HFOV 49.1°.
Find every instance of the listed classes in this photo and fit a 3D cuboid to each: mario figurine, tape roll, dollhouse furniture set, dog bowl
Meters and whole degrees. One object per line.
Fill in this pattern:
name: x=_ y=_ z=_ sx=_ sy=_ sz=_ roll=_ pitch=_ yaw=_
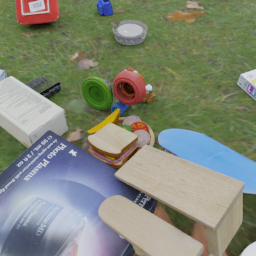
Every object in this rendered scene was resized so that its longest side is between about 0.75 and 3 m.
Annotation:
mario figurine: x=0.326 y=-1.547 z=9.422 sx=0.795 sy=0.926 sz=1.501 roll=-35 pitch=60 yaw=-12
tape roll: x=3.036 y=3.156 z=5.546 sx=1.813 sy=0.331 sz=1.813 roll=0 pitch=49 yaw=0
dollhouse furniture set: x=0.597 y=2.255 z=5.194 sx=2.072 sy=2.543 sz=2.418 roll=20 pitch=49 yaw=40
dog bowl: x=0.089 y=-4.046 z=11.948 sx=1.473 sy=0.432 sz=1.473 roll=0 pitch=48 yaw=0

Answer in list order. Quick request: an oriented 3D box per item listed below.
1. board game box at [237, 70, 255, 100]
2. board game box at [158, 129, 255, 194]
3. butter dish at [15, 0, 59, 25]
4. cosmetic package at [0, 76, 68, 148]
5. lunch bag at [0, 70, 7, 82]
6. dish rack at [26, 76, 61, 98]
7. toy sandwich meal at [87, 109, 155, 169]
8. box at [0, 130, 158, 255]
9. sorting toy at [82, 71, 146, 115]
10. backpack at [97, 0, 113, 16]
board game box: x=5.458 y=-1.515 z=9.645 sx=2.686 sy=0.460 sz=1.805 roll=-19 pitch=51 yaw=-17
board game box: x=2.082 y=0.934 z=7.147 sx=2.907 sy=0.566 sz=2.296 roll=32 pitch=25 yaw=31
butter dish: x=-3.966 y=-5.497 z=12.710 sx=1.897 sy=1.402 sz=1.891 roll=-5 pitch=89 yaw=3
cosmetic package: x=-3.147 y=-0.456 z=8.405 sx=2.507 sy=0.891 sz=1.319 roll=33 pitch=55 yaw=26
lunch bag: x=-4.797 y=-1.436 z=9.376 sx=1.074 sy=0.805 sz=1.266 roll=16 pitch=56 yaw=15
dish rack: x=-2.984 y=-1.449 z=9.694 sx=1.202 sy=0.328 sz=0.922 roll=34 pitch=56 yaw=27
toy sandwich meal: x=-0.233 y=0.223 z=7.833 sx=2.055 sy=0.704 sz=2.055 roll=-2 pitch=44 yaw=2
box: x=-1.337 y=2.005 z=5.517 sx=2.849 sy=1.770 sz=2.872 roll=28 pitch=54 yaw=17
sorting toy: x=-0.303 y=-1.173 z=8.812 sx=2.241 sy=1.346 sz=0.920 roll=1 pitch=32 yaw=33
backpack: x=-1.149 y=-5.875 z=13.430 sx=0.700 sy=0.677 sz=0.834 roll=-14 pitch=50 yaw=-9
